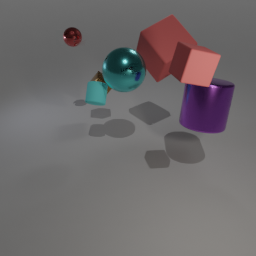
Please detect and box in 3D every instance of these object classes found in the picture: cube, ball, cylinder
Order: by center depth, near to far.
[{"bbox_3d":[1.391,-1.362,5.968,0.700,0.700,0.700,6,27,-19],"label":"cube"},{"bbox_3d":[2.324,-0.721,8.362,1.400,1.400,1.400,5,20,-2],"label":"cylinder"},{"bbox_3d":[-0.122,-1.830,8.869,1.400,1.400,1.400,0,31,0],"label":"ball"},{"bbox_3d":[-1.079,-1.177,9.606,0.700,0.700,0.700,7,-6,1],"label":"cylinder"},{"bbox_3d":[1.278,-2.747,9.786,1.400,1.400,1.400,-34,79,-15],"label":"cube"},{"bbox_3d":[-2.067,-3.392,10.444,0.700,0.700,0.700,0,31,0],"label":"ball"},{"bbox_3d":[-1.120,-1.718,11.319,0.700,0.700,0.700,30,31,-25],"label":"cube"}]
